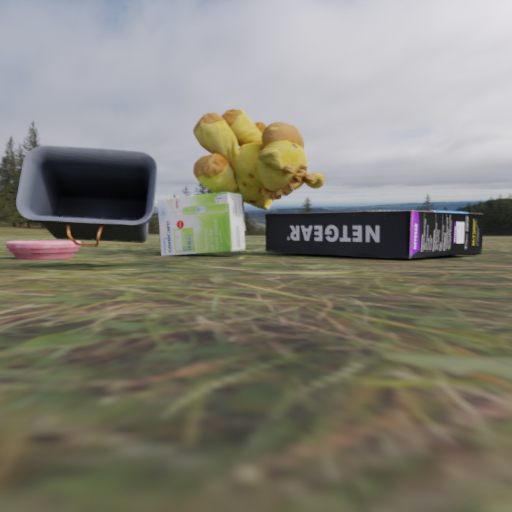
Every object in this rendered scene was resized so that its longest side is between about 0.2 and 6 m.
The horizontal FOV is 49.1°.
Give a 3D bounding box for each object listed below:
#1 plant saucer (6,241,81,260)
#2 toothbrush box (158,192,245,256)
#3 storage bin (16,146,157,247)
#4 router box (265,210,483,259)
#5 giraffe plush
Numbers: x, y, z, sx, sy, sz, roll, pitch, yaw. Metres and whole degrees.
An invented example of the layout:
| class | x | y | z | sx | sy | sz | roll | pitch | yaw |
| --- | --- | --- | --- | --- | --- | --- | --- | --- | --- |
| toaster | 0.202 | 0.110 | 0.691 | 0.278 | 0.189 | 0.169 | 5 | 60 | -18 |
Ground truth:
| class | x | y | z | sx | sy | sz | roll | pitch | yaw |
| --- | --- | --- | --- | --- | --- | --- | --- | --- | --- |
| plant saucer | -3.714 | -0.104 | 9.825 | 1.233 | 0.312 | 1.233 | -1 | 3 | 0 |
| toothbrush box | -1.052 | -0.593 | 10.755 | 1.527 | 1.112 | 0.657 | -2 | 1 | 24 |
| storage bin | -2.044 | -0.602 | 7.162 | 1.602 | 1.166 | 1.076 | 2 | -21 | -4 |
| router box | 2.207 | -0.436 | 10.832 | 2.515 | 0.861 | 3.372 | -2 | 4 | -43 |
| giraffe plush | 0.143 | -1.812 | 10.866 | 2.112 | 2.448 | 1.985 | -19 | 7 | -40 |
